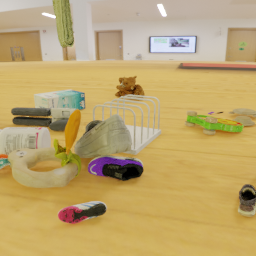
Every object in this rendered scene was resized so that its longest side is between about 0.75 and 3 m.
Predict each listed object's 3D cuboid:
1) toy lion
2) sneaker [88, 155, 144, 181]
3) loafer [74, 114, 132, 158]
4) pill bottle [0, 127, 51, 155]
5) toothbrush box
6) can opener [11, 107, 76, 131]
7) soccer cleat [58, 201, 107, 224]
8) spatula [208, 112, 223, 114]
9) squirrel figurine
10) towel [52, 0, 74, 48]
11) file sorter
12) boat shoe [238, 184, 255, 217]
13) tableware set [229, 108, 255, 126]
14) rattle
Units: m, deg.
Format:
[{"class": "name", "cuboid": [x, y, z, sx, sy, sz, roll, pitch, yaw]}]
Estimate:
[{"class": "toy lion", "cuboid": [3.290, -0.191, 10.491, 1.706, 0.611, 1.779, -1, 16, -26]}, {"class": "sneaker", "cuboid": [-0.287, 0.986, 6.672, 1.371, 0.477, 0.682, -1, 18, -4]}, {"class": "loafer", "cuboid": [-0.735, 0.261, 7.166, 0.929, 0.928, 2.658, -6, -6, -32]}, {"class": "pill bottle", "cuboid": [-3.042, 0.415, 7.838, 1.549, 0.878, 0.878, 1, 17, 2]}, {"class": "toothbrush box", "cuboid": [-3.215, -1.247, 13.256, 1.953, 0.833, 1.430, -16, 23, -39]}, {"class": "can opener", "cuboid": [-3.213, -0.359, 10.555, 2.814, 0.751, 0.941, 3, 17, 12]}, {"class": "soccer cleat", "cuboid": [-0.845, 1.565, 5.228, 0.901, 0.315, 0.389, -5, -2, -14]}, {"class": "spatula", "cuboid": [4.015, -0.701, 12.746, 0.820, 0.084, 0.232, -3, 11, -20]}, {"class": "squirrel figurine", "cuboid": [0.225, -2.273, 15.485, 1.698, 1.202, 1.585, 24, -20, -11]}, {"class": "towel", "cuboid": [-1.698, -2.885, 7.206, 0.288, 1.580, 1.172, -12, 17, -20]}, {"class": "file sorter", "cuboid": [0.028, -0.237, 9.130, 1.526, 1.369, 2.198, 9, 19, 25]}, {"class": "boat shoe", "cuboid": [2.434, 1.370, 5.640, 0.394, 0.355, 1.095, 9, 19, 27]}, {"class": "tableware set", "cuboid": [5.392, -0.366, 11.342, 2.660, 0.309, 2.222, 10, 20, 27]}, {"class": "rattle", "cuboid": [-2.370, 0.425, 6.602, 2.443, 1.746, 1.591, 12, 40, 14]}]
